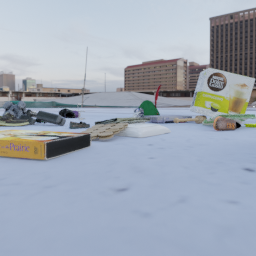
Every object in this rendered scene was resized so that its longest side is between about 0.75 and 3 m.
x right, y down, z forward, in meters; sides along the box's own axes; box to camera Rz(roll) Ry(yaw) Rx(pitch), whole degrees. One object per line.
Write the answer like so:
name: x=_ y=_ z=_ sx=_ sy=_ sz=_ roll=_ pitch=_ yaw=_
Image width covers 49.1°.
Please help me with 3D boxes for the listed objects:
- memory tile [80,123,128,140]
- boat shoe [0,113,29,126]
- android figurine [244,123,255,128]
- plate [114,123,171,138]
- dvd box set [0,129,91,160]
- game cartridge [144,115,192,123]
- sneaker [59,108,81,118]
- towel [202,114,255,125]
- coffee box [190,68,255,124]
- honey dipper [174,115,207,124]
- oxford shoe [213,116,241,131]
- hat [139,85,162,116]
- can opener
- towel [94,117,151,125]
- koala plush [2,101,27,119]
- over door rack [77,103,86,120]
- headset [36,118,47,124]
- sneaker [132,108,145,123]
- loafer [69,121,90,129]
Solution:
memory tile: x=-0.775 y=0.094 z=8.377 sx=1.275 sy=0.140 sz=1.663 roll=-4 pitch=11 yaw=21
boat shoe: x=-5.331 y=-0.381 z=12.379 sx=1.826 sy=0.600 sz=0.652 roll=0 pitch=5 yaw=-1
android figurine: x=5.361 y=-0.113 z=11.951 sx=0.717 sy=0.162 sz=0.788 roll=-4 pitch=8 yaw=-32
plate: x=0.222 y=0.040 z=9.545 sx=1.880 sy=0.305 sz=1.884 roll=5 pitch=8 yaw=38
dvd box set: x=-2.340 y=0.305 z=6.292 sx=2.501 sy=0.368 sz=1.830 roll=2 pitch=5 yaw=20
game cartridge: x=2.118 y=-0.473 z=14.743 sx=2.183 sy=0.419 sz=1.415 roll=-3 pitch=10 yaw=-25
sneaker: x=-4.079 y=-0.975 z=18.686 sx=1.768 sy=0.669 sz=0.774 roll=3 pitch=12 yaw=30
towel: x=4.229 y=-0.341 z=11.978 sx=1.616 sy=0.248 sz=2.118 roll=0 pitch=-5 yaw=-5
coffee box: x=4.736 y=-1.652 z=14.454 sx=2.307 sy=2.285 sz=2.311 roll=15 pitch=6 yaw=4
honey dipper: x=2.963 y=-0.377 z=13.285 sx=2.247 sy=0.427 sz=0.427 roll=-4 pitch=7 yaw=-42
oxford shoe: x=3.713 y=-0.150 z=10.473 sx=1.495 sy=0.533 sz=0.545 roll=-4 pitch=11 yaw=-43
hat: x=1.193 y=-1.585 z=16.783 sx=2.042 sy=2.170 sz=2.466 roll=0 pitch=5 yaw=-1
can opener: x=-3.921 y=-0.400 z=12.883 sx=2.393 sy=0.795 sz=0.630 roll=8 pitch=-19 yaw=28
towel: x=-0.232 y=-0.196 z=10.756 sx=1.682 sy=0.290 sz=1.619 roll=-2 pitch=-3 yaw=-38
koala plush: x=-5.535 y=-0.559 z=13.357 sx=1.112 sy=1.152 sz=1.254 roll=-1 pitch=26 yaw=13
over door rack: x=-2.826 y=-1.003 z=17.010 sx=0.454 sy=1.006 sz=1.362 roll=-6 pitch=6 yaw=-10
headset: x=-4.312 y=-0.349 z=14.100 sx=0.586 sy=0.446 sz=0.949 roll=0 pitch=-11 yaw=-32
sneaker: x=0.362 y=-0.532 z=12.918 sx=0.498 sy=0.771 sz=1.421 roll=-3 pitch=3 yaw=26
loafer: x=-1.945 y=-0.147 z=11.415 sx=0.361 sy=0.316 sz=1.004 roll=5 pitch=7 yaw=42
